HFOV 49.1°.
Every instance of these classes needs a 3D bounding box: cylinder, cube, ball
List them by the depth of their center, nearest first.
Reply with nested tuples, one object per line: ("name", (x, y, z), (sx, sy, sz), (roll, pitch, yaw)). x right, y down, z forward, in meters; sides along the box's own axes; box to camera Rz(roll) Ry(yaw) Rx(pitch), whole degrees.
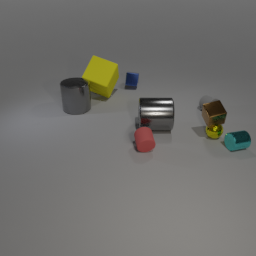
("cylinder", (0.627, 0.442, 10.567), (0.700, 0.700, 0.700), (-4, 45, -8))
("cylinder", (4.169, 0.476, 10.669), (0.700, 0.700, 0.700), (-8, 30, -15))
("cube", (3.353, -0.547, 10.941), (0.700, 0.700, 0.700), (-15, 54, -1))
("ball", (3.507, 0.082, 11.368), (0.700, 0.700, 0.700), (0, 29, 0))
("cylinder", (1.159, -0.582, 11.825), (1.400, 1.400, 1.400), (0, 29, 0))
("cylinder", (3.931, -1.167, 13.502), (0.700, 0.700, 0.700), (-14, 25, -23))
("cylinder", (-2.523, -1.569, 13.598), (1.400, 1.400, 1.400), (0, 29, 0))
("cube", (-1.394, -2.658, 14.627), (1.400, 1.400, 1.400), (22, 74, 7))
("cube", (0.246, -2.822, 16.128), (0.700, 0.700, 0.700), (8, 16, 3))
